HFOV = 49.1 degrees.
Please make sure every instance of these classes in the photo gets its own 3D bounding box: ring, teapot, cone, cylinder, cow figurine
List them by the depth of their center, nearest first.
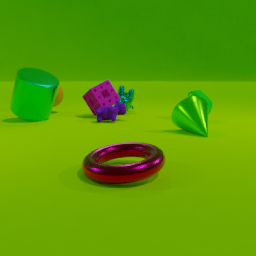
[{"bbox_3d":[-0.072,0.513,4.392,1.315,0.263,1.315,-6,14,1],"label":"ring"},{"bbox_3d":[1.850,-0.102,7.378,1.090,1.090,1.094,-3,37,-15],"label":"cone"},{"bbox_3d":[-0.594,-0.565,9.521,1.057,0.580,1.040,-6,19,2],"label":"cow figurine"},{"bbox_3d":[2.463,-0.835,9.552,0.845,0.665,1.359,25,26,-44],"label":"teapot"},{"bbox_3d":[-3.187,-1.147,9.559,1.375,1.375,1.375,19,27,-10],"label":"cylinder"},{"bbox_3d":[-0.174,-1.047,11.700,0.832,1.492,1.516,18,52,5],"label":"cow figurine"}]

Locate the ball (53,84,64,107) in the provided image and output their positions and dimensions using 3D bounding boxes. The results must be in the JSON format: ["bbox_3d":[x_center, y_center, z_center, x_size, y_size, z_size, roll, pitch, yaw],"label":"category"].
[{"bbox_3d":[-3.241,-1.418,11.589,1.144,1.144,1.144,0,10,0],"label":"ball"}]

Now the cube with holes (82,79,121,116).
[{"bbox_3d":[-1.005,-1.129,10.503,0.876,0.876,0.876,-34,4,-31],"label":"cube with holes"}]
